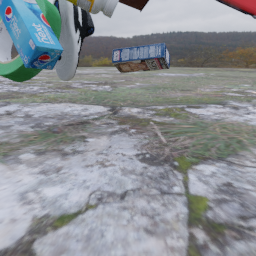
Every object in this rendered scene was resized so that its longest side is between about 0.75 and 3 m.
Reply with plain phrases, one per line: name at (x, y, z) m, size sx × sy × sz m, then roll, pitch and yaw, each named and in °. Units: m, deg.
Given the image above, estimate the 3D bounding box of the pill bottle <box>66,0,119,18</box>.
pill bottle at (-1.048, -3.577, 7.311) m, size 1.648 × 0.929 × 0.929 m, roll 25°, pitch 11°, yaw -11°

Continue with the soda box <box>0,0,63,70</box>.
soda box at (-2.179, -2.199, 6.127) m, size 0.658 × 0.623 × 1.941 m, roll -7°, pitch 59°, yaw -48°

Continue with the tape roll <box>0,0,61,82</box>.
tape roll at (-3.132, -2.688, 8.288) m, size 2.615 × 2.615 × 0.629 m, roll 10°, pitch -8°, yaw 34°

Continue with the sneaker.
sneaker at (-1.662, -2.893, 9.315) m, size 0.968 × 2.650 × 1.482 m, roll 6°, pitch 10°, yaw 30°

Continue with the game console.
game console at (2.514, -2.367, 6.185) m, size 1.547 × 2.246 × 2.606 m, roll -1°, pitch 43°, yaw 16°

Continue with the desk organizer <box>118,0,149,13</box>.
desk organizer at (0.298, -2.966, 5.599) m, size 0.558 × 0.520 × 1.450 m, roll 15°, pitch -8°, yaw -16°

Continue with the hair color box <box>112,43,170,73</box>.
hair color box at (0.429, -2.218, 9.032) m, size 1.712 × 0.518 × 0.856 m, roll -1°, pitch -14°, yaw 19°
